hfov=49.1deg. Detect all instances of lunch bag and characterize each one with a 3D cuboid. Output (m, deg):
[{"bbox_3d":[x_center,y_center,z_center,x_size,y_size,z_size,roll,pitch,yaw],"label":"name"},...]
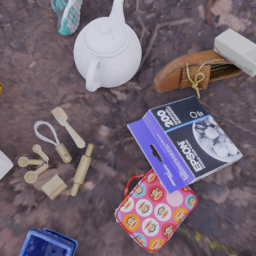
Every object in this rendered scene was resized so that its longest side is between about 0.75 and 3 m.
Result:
[{"bbox_3d":[0.615,1.957,7.195,1.682,0.782,1.910,42,78,12],"label":"lunch bag"}]

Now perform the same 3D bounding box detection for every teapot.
[{"bbox_3d":[-0.642,-2.395,8.337,2.245,1.661,2.275,-27,73,-9],"label":"teapot"}]

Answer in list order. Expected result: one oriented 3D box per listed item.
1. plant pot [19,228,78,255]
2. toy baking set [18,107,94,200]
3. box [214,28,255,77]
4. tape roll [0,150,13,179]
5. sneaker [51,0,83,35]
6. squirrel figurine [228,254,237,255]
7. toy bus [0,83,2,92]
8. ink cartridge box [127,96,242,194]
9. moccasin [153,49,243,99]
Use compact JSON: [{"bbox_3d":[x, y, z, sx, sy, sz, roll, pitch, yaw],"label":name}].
[{"bbox_3d":[-1.866,3.048,6.656,1.110,0.998,1.110,19,83,8],"label":"plant pot"},{"bbox_3d":[-1.846,0.717,7.509,1.804,0.273,2.350,26,83,-14],"label":"toy baking set"},{"bbox_3d":[3.115,-2.105,7.754,0.600,0.500,1.462,-34,58,-10],"label":"box"},{"bbox_3d":[-4.199,0.354,6.698,2.877,2.877,1.006,37,74,12],"label":"tape roll"},{"bbox_3d":[-2.165,-4.024,9.507,0.982,0.835,2.153,0,65,17],"label":"sneaker"},{"bbox_3d":[3.938,4.174,6.107,2.632,1.995,2.820,-4,84,-12],"label":"squirrel figurine"},{"bbox_3d":[-5.116,-1.360,8.452,2.331,0.759,0.912,6,71,2],"label":"toy bus"},{"bbox_3d":[1.482,0.316,7.516,2.281,0.495,2.259,-20,62,-23],"label":"ink cartridge box"},{"bbox_3d":[2.167,-1.614,8.428,2.920,1.068,1.127,-15,58,-15],"label":"moccasin"}]
